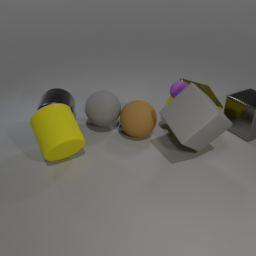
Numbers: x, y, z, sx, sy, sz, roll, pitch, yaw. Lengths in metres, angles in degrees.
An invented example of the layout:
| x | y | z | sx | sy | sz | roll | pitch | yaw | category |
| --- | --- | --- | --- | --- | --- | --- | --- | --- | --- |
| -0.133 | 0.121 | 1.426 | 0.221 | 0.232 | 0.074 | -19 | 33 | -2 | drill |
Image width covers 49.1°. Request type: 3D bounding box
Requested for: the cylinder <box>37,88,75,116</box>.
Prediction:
| x | y | z | sx | sy | sz | roll | pitch | yaw | category |
| --- | --- | --- | --- | --- | --- | --- | --- | --- | --- |
| -2.841 | -0.670 | 11.107 | 1.400 | 1.400 | 1.400 | -3 | 32 | -5 | cylinder |

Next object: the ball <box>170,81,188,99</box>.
| x | y | z | sx | sy | sz | roll | pitch | yaw | category |
| --- | --- | --- | --- | --- | --- | --- | --- | --- | --- |
| 1.808 | -1.288 | 9.737 | 0.700 | 0.700 | 0.700 | 0 | 31 | 0 | ball |

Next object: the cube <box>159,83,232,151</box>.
| x | y | z | sx | sy | sz | roll | pitch | yaw | category |
| --- | --- | --- | --- | --- | --- | --- | --- | --- | --- |
| 2.148 | -0.303 | 8.900 | 1.400 | 1.400 | 1.400 | 21 | 31 | -51 | cube |

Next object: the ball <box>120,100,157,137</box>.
| x | y | z | sx | sy | sz | roll | pitch | yaw | category |
| --- | --- | --- | --- | --- | --- | --- | --- | --- | --- |
| 0.382 | -0.354 | 10.545 | 1.400 | 1.400 | 1.400 | 0 | 31 | 0 | ball |

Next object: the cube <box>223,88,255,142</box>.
| x | y | z | sx | sy | sz | roll | pitch | yaw | category |
| --- | --- | --- | --- | --- | --- | --- | --- | --- | --- |
| 4.725 | -0.543 | 10.901 | 1.400 | 1.400 | 1.400 | -17 | 35 | -26 | cube |

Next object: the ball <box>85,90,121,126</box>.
| x | y | z | sx | sy | sz | roll | pitch | yaw | category |
| --- | --- | --- | --- | --- | --- | --- | --- | --- | --- |
| -0.968 | -0.769 | 10.892 | 1.400 | 1.400 | 1.400 | 0 | 31 | 0 | ball |

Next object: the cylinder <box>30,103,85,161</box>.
| x | y | z | sx | sy | sz | roll | pitch | yaw | category |
| --- | --- | --- | --- | --- | --- | --- | --- | --- | --- |
| -2.331 | 0.146 | 9.249 | 1.400 | 1.400 | 1.400 | -18 | 68 | -27 | cylinder |

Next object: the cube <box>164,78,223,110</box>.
| x | y | z | sx | sy | sz | roll | pitch | yaw | category |
| --- | --- | --- | --- | --- | --- | --- | --- | --- | --- |
| 2.470 | -0.837 | 10.792 | 1.400 | 1.400 | 1.400 | 10 | 40 | -23 | cube |
